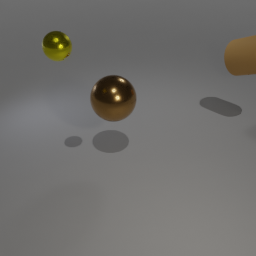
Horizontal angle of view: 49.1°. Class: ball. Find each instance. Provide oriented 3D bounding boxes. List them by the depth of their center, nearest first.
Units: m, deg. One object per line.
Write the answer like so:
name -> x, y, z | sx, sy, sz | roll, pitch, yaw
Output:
ball -> -1.681, -1.940, 6.652 | 0.700, 0.700, 0.700 | 0, 31, 0
ball -> -0.439, -0.889, 8.444 | 1.400, 1.400, 1.400 | 0, 31, 0

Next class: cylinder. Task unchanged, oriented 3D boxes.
cylinder -> 4.614, -2.712, 10.494 | 1.400, 1.400, 1.400 | -19, 15, -29
